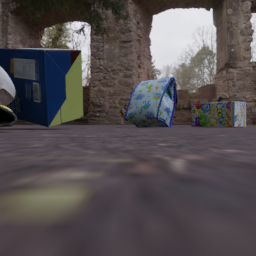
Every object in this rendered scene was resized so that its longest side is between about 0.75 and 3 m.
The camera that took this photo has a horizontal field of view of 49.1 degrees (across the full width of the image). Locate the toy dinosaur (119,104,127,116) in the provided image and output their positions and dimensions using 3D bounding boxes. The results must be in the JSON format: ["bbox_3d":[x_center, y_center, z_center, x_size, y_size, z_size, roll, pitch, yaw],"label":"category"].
[{"bbox_3d":[0.059,-0.590,13.280,0.933,0.530,1.756,43,-12,4],"label":"toy dinosaur"}]

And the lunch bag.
[{"bbox_3d":[0.835,-0.896,9.485,1.426,1.677,1.069,-1,-20,39],"label":"lunch bag"}]

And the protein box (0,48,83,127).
[{"bbox_3d":[-2.046,-1.026,6.591,1.644,1.632,1.109,12,19,32],"label":"protein box"}]

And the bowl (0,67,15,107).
[{"bbox_3d":[-2.628,-0.556,5.190,1.161,0.434,1.163,-42,-3,-13],"label":"bowl"}]

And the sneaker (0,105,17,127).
[{"bbox_3d":[-1.958,-0.233,3.648,1.068,0.398,0.452,9,-2,-42],"label":"sneaker"}]

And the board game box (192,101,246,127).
[{"bbox_3d":[3.316,-0.482,10.315,0.891,0.907,1.729,0,0,-43],"label":"board game box"}]
